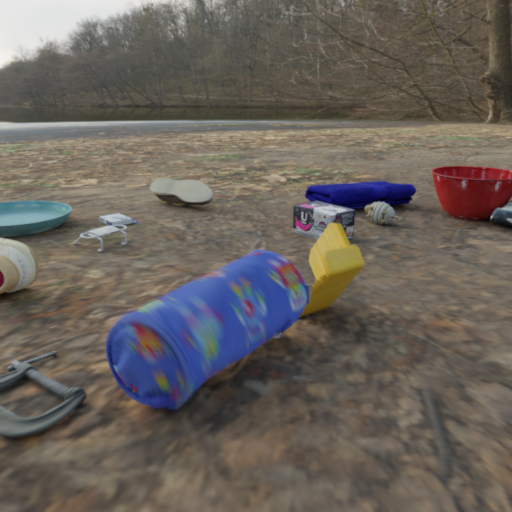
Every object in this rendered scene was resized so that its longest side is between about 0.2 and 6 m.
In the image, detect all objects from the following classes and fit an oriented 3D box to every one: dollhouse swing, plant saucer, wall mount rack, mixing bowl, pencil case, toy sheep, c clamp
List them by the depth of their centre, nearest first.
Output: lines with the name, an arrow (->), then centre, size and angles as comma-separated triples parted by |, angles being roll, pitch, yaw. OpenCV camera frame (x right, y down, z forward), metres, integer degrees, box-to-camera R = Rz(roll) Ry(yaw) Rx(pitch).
c clamp -> -2.325, 1.390, 5.848 | 1.447, 0.196, 1.236 | 15, 23, 41
pencil case -> -0.416, 0.760, 6.364 | 1.030, 1.147, 2.641 | -20, 4, 37
dollhouse swing -> 0.851, 0.138, 7.883 | 0.943, 1.038, 0.912 | -12, 59, -36
wall mount rack -> -3.147, -0.372, 11.262 | 0.913, 0.392, 1.050 | 17, 24, 34
plant saucer -> -5.531, -0.840, 12.757 | 2.572, 0.352, 2.572 | -1, 17, 0
toy sheep -> 2.884, -0.973, 12.899 | 0.835, 0.575, 0.575 | 27, 29, 29
mixing bowl -> 5.255, -1.489, 13.554 | 2.042, 1.106, 2.042 | 0, 17, 0

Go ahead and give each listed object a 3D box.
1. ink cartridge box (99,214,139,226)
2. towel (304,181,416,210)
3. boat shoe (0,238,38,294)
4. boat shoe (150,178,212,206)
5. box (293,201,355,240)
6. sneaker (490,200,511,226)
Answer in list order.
ink cartridge box -> -3.210, -0.855, 13.140 | 0.702, 0.142, 0.700 | -14, 22, -37
towel -> 2.729, -1.595, 14.918 | 2.466, 0.611, 1.821 | -5, 11, -16
boat shoe -> -4.885, 0.120, 8.457 | 2.886, 1.064, 0.998 | 1, 12, 1
boat shoe -> -1.908, -1.610, 14.743 | 1.842, 0.548, 0.662 | 11, 62, 24
box -> 1.417, -0.735, 11.888 | 0.750, 0.651, 1.135 | -14, 22, -38
sneaker -> 6.279, -1.248, 12.900 | 2.377, 1.026, 0.923 | -11, 20, -32
